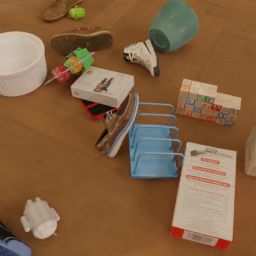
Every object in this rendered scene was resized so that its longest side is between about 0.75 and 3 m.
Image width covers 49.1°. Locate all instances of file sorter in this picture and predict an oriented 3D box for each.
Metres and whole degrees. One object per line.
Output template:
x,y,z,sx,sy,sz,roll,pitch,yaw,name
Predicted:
0.848,0.362,8.890,1.464,1.294,2.110,3,49,-8,file sorter

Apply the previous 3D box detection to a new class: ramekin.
-4.612,-2.540,11.276,2.733,1.332,2.733,0,52,0,ramekin

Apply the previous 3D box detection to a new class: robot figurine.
-2.406,2.506,7.713,1.028,0.685,1.212,-9,47,-43,robot figurine
-2.659,-5.945,14.501,0.835,0.483,0.732,-9,71,-9,robot figurine

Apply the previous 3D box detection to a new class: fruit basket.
-2.403,-2.394,11.070,1.946,0.912,1.803,-34,16,-23,fruit basket

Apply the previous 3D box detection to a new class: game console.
-0.970,-0.933,10.764,1.375,0.213,1.216,-23,49,-18,game console

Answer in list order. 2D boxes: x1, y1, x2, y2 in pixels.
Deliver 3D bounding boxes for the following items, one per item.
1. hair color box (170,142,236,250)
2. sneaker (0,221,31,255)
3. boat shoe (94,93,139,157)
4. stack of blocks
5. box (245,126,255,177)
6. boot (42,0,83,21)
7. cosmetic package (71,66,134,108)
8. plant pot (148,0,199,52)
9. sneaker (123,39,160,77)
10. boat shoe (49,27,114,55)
2.218,1.846,8.102,1.530,0.882,2.760,11,54,12,hair color box
-3.731,2.648,7.409,2.860,1.003,1.114,21,33,4,sneaker
-0.391,-0.144,8.856,0.818,2.261,0.817,21,13,-17,boat shoe
2.877,-0.904,10.062,2.115,1.218,0.619,15,54,11,stack of blocks
4.424,0.466,8.417,1.141,2.094,1.339,14,53,11,box
-3.515,-6.663,14.688,1.085,1.112,2.947,27,57,17,boot
-0.975,-1.644,10.950,2.006,0.518,1.512,16,47,18,cosmetic package
1.842,-4.345,12.394,1.987,1.987,1.595,35,70,24,plant pot
0.528,-2.851,11.960,1.385,0.908,2.407,-13,45,1,sneaker
-2.133,-4.028,12.722,2.852,1.027,0.963,-11,47,-17,boat shoe
